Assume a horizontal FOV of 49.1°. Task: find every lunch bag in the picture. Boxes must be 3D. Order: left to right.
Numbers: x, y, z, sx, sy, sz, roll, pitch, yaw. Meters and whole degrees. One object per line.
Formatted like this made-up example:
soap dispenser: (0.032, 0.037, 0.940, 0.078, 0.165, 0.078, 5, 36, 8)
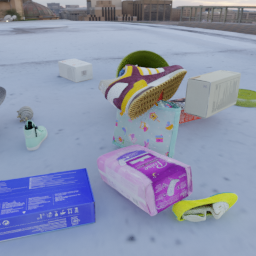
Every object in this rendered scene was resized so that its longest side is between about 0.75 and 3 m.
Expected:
lunch bag: (0.634, -0.051, 8.243, 1.984, 1.690, 1.210, 22, 22, 38)

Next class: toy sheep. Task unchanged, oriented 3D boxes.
toy sheep: (-3.870, -0.523, 10.575, 0.609, 0.609, 0.883, -9, 41, -18)

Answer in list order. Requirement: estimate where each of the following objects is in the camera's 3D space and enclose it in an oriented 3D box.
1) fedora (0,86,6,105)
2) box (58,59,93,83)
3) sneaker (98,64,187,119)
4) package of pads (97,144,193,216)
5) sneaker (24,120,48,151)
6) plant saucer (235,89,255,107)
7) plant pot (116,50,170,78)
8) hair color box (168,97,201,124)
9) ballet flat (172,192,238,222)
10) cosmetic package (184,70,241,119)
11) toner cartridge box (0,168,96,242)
fedora: (-5.208, -0.213, 9.039, 2.572, 1.313, 2.908, 10, 36, 24)
box: (-2.947, -3.246, 15.694, 1.114, 0.873, 1.792, -22, 34, -37)
sneaker: (0.501, -1.292, 7.499, 1.293, 1.076, 2.870, 38, 38, 18)
package of pads: (0.319, 1.093, 6.645, 1.311, 0.823, 2.176, -20, 22, -29)
sneaker: (-2.978, 0.040, 9.088, 0.518, 0.830, 1.407, -3, 25, -2)
plant saucer: (5.250, -1.420, 12.657, 1.938, 0.301, 1.938, 0, 26, 0)
plant pot: (0.400, -1.611, 10.981, 2.115, 2.115, 2.260, -6, -6, -12)
hair color box: (2.192, -0.719, 10.877, 1.920, 0.614, 1.065, -13, 28, -26)
ballet flat: (1.704, 1.756, 6.042, 1.470, 0.491, 0.493, -8, 31, 0)
cosmetic package: (2.987, -1.250, 9.777, 0.852, 1.261, 2.398, 20, 27, 38)
toner cartridge box: (-2.179, 1.653, 6.066, 2.787, 0.602, 1.324, -6, 26, -14)
